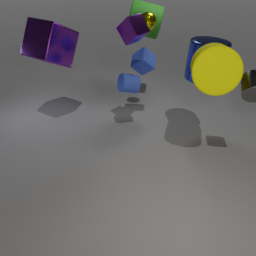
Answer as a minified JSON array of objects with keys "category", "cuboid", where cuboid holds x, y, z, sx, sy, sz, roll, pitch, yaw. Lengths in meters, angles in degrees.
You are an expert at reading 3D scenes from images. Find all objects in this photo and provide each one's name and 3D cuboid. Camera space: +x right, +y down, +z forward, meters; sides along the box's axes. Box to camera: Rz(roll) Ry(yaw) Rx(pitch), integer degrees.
[{"category":"cube","cuboid":[0.617,-2.667,11.203,0.700,0.700,0.700,-21,50,41]},{"category":"ball","cuboid":[0.745,-4.039,10.643,0.700,0.700,0.700,0,28,0]},{"category":"cylinder","cuboid":[0.031,-1.703,10.681,0.700,0.700,0.700,3,25,-25]},{"category":"cube","cuboid":[0.176,-3.333,9.484,0.700,0.700,0.700,-33,5,-38]},{"category":"cube","cuboid":[-2.943,-3.205,10.596,1.400,1.400,1.400,21,11,29]},{"category":"cylinder","cuboid":[2.609,-1.800,8.429,1.400,1.400,1.400,5,21,9]},{"category":"cylinder","cuboid":[0.760,-4.820,12.458,1.400,1.400,1.400,14,29,-3]},{"category":"cylinder","cuboid":[2.787,-2.377,9.881,1.400,1.400,1.400,3,31,-2]},{"category":"cylinder","cuboid":[3.715,-1.235,8.277,0.700,0.700,0.700,6,57,11]}]
